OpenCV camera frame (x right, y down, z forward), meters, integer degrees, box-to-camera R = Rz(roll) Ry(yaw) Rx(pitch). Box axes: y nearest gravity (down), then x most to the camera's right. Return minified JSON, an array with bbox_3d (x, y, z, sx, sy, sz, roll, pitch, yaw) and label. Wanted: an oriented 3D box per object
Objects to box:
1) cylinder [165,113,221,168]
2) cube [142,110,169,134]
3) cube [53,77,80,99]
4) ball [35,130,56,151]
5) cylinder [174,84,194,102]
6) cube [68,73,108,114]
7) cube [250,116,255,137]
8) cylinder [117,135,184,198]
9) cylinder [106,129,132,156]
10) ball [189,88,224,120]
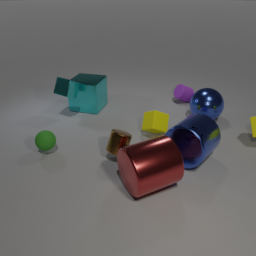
[{"bbox_3d":[2.070,0.385,9.030,1.400,1.400,1.400,19,30,32],"label":"cylinder"},{"bbox_3d":[1.029,-0.215,10.526,0.700,0.700,0.700,15,-12,-31],"label":"cube"},{"bbox_3d":[-2.517,-1.652,11.535,0.700,0.700,0.700,18,7,22],"label":"cube"},{"bbox_3d":[-2.808,0.424,9.541,0.700,0.700,0.700,0,28,0],"label":"ball"},{"bbox_3d":[2.675,-1.676,13.432,0.700,0.700,0.700,14,19,-32],"label":"cylinder"},{"bbox_3d":[-1.827,-1.605,12.836,1.400,1.400,1.400,8,29,14],"label":"cube"},{"bbox_3d":[4.690,-0.072,9.709,0.700,0.700,0.700,-9,-4,29],"label":"cube"},{"bbox_3d":[0.600,1.040,7.798,1.400,1.400,1.400,-16,32,-20],"label":"cylinder"},{"bbox_3d":[-0.292,0.471,9.114,0.700,0.700,0.700,17,12,-4],"label":"cylinder"},{"bbox_3d":[3.280,-0.976,11.693,1.400,1.400,1.400,0,28,0],"label":"ball"}]
